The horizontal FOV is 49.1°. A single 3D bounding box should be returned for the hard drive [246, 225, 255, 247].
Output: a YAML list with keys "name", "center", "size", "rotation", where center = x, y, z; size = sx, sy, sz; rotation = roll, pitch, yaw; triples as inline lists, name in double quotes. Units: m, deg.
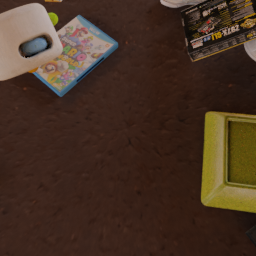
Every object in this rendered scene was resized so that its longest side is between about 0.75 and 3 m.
- name: "hard drive"
  center: [3.944, 2.760, 7.256]
  size: [1.437, 0.236, 1.003]
  rotation: [-30, 70, -12]

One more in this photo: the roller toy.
- name: "roller toy"
  center: [-2.295, -1.743, 5.918]
  size: [1.757, 1.228, 1.603]
  rotation: [-19, 23, 10]

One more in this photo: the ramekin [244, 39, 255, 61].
- name: "ramekin"
  center: [5.116, -3.125, 8.535]
  size: [1.332, 2.860, 2.860]
  rotation: [13, 62, -32]

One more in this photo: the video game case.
- name: "video game case"
  center: [-1.959, -2.543, 9.553]
  size: [1.953, 0.243, 2.730]
  rotation: [39, 72, 16]

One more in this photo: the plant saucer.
- name: "plant saucer"
  center: [3.603, 0.799, 7.675]
  size: [2.926, 0.702, 2.930]
  rotation: [6, 66, 9]

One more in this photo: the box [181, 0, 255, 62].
- name: "box"
  center: [3.032, -3.464, 9.204]
  size: [2.372, 0.585, 1.894]
  rotation: [-17, 65, 25]

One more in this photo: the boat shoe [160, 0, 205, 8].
- name: "boat shoe"
  center: [2.195, -4.958, 10.355]
  size: [1.969, 0.688, 0.698]
  rotation: [0, 67, 0]

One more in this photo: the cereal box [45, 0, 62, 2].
- name: "cereal box"
  center: [-2.340, -4.219, 8.449]
  size: [0.549, 0.764, 0.151]
  rotation: [7, 49, 13]
